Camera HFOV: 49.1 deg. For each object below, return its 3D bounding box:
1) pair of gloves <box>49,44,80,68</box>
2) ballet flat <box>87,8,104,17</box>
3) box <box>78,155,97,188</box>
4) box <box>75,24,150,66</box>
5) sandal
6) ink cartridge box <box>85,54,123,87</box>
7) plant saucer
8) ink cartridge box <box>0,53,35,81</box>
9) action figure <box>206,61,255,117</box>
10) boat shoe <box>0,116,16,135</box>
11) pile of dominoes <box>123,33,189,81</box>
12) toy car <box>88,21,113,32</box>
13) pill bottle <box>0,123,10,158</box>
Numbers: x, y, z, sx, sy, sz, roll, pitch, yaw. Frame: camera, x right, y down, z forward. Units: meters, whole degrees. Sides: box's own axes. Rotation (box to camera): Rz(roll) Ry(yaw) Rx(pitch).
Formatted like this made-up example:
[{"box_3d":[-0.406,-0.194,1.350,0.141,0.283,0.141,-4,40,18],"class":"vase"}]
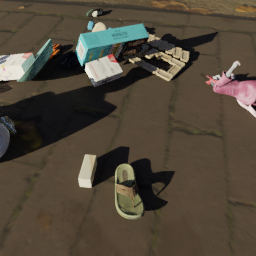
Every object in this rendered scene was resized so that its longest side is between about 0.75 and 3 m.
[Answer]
[{"box_3d":[-2.618,-2.864,11.111,1.771,0.219,1.578,16,44,13],"class":"pair of gloves"},{"box_3d":[-1.607,-5.837,14.173,0.345,0.343,1.010,36,54,22],"class":"ballet flat"},{"box_3d":[-0.975,1.049,6.862,0.294,0.359,0.756,5,45,4],"class":"box"},{"box_3d":[-0.537,-2.950,9.897,2.485,1.022,0.611,-20,77,-26],"class":"box"},{"box_3d":[-0.029,1.388,6.431,0.616,0.443,1.551,-8,44,-8],"class":"sandal"},{"box_3d":[-0.814,-1.907,9.314,1.018,0.426,0.734,-25,77,-23],"class":"ink cartridge box"},{"box_3d":[-3.142,-2.269,9.738,0.336,1.868,1.868,38,37,-25],"class":"plant saucer"},{"box_3d":[-4.222,-2.166,10.005,1.630,0.550,0.950,-1,41,14],"class":"ink cartridge box"},{"box_3d":[3.458,-1.222,9.048,2.064,1.382,1.537,18,87,33],"class":"action figure"},{"box_3d":[-3.446,-0.112,8.114,0.847,0.316,0.290,34,59,31],"class":"boat shoe"},{"box_3d":[1.028,-2.810,11.056,2.637,0.420,2.055,32,54,20],"class":"pile of dominoes"},{"box_3d":[-1.155,-3.931,11.937,1.035,0.993,1.123,18,15,0],"class":"toy car"},{"box_3d":[-4.279,0.005,7.317,2.250,1.246,1.246,26,49,25],"class":"pill bottle"}]
